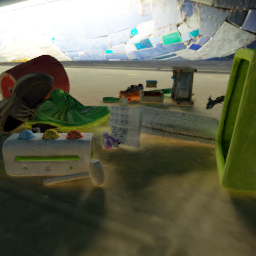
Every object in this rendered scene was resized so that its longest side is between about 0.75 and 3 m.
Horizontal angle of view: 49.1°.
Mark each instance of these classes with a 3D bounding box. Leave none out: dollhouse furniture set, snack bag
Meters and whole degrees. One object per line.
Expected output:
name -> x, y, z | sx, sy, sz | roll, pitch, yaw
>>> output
dollhouse furniture set -> -0.497, -0.653, 9.426 | 1.148, 0.814, 0.909 | -3, 17, -11
dollhouse furniture set -> 1.690, -1.884, 12.263 | 2.197, 1.549, 1.540 | 0, 17, -4
snack bag -> -0.086, -0.022, 7.013 | 0.957, 1.015, 0.109 | 9, 7, 33

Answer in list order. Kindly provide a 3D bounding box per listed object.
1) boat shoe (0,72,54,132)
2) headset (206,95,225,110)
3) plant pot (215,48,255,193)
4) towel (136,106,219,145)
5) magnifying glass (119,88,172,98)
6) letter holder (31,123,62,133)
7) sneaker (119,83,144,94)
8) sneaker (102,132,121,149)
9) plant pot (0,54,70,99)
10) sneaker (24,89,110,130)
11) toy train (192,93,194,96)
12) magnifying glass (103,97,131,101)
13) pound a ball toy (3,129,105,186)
boat shoe -> -2.796, -0.607, 7.710 | 0.929, 0.914, 2.495 | 6, -29, -46
headset -> 3.447, -0.984, 8.482 | 2.347, 1.449, 1.103 | -14, -12, -33
plant pot -> 2.985, -0.147, 5.284 | 2.153, 2.373, 2.361 | 11, 19, 10
towel -> 1.308, -0.086, 7.928 | 2.647, 0.456, 1.754 | 10, 19, 11
magnifying glass -> 1.015, -1.653, 13.475 | 2.948, 0.330, 1.173 | -7, 4, -18
letter holder -> -2.167, 0.092, 7.688 | 0.782, 0.393, 0.556 | 11, 18, 33
sneaker -> 0.158, -1.875, 13.946 | 0.623, 0.577, 1.545 | 15, 23, 42
sneaker -> -0.430, 0.334, 7.141 | 0.454, 0.289, 0.796 | 2, 24, -10
plant pot -> -3.690, -1.634, 10.827 | 2.193, 2.193, 1.940 | 12, 29, 36
sneaker -> -1.929, -0.587, 8.549 | 2.839, 1.186, 1.051 | 2, 16, 3
toy train -> 2.760, -1.563, 13.552 | 0.865, 0.241, 0.650 | 3, 9, 13
magnifying glass -> -0.521, -1.325, 12.869 | 1.342, 0.150, 0.534 | 6, 17, 15
pound a ball toy -> -1.416, 0.503, 5.529 | 1.968, 0.836, 1.283 | -1, 17, -1
